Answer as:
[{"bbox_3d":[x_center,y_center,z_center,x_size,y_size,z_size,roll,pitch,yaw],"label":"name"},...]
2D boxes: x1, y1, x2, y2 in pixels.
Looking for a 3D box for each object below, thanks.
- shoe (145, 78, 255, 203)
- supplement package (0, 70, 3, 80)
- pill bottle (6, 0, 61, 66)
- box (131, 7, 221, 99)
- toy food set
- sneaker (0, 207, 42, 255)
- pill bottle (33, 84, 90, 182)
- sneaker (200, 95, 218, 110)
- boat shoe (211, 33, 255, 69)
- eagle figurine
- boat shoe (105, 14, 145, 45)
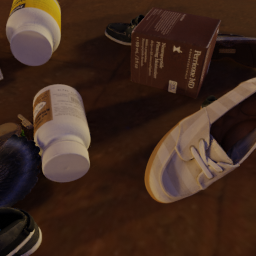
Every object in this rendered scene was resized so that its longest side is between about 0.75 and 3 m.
[{"bbox_3d":[1.428,0.061,4.296,2.874,0.767,1.005,-40,92,-13],"label":"shoe"},{"bbox_3d":[-5.156,-1.557,7.493,1.584,1.590,2.710,26,51,23],"label":"supplement package"},{"bbox_3d":[-3.053,-3.348,9.198,1.639,1.639,2.926,-7,46,-7],"label":"pill bottle"},{"bbox_3d":[1.315,-2.188,8.039,2.033,1.687,1.670,18,48,17],"label":"box"},{"bbox_3d":[-2.929,0.207,6.764,1.237,0.248,0.854,-36,48,-23],"label":"toy food set"},{"bbox_3d":[-2.514,1.924,4.368,2.142,1.198,0.783,-28,52,-24],"label":"sneaker"},{"bbox_3d":[-1.460,0.087,6.178,1.182,1.182,2.066,-11,47,-10],"label":"pill bottle"},{"bbox_3d":[2.726,-0.243,6.690,2.107,0.910,0.847,8,48,7],"label":"sneaker"},{"bbox_3d":[3.574,-2.620,8.978,2.581,0.953,0.955,15,46,15],"label":"boat shoe"},{"bbox_3d":[-3.100,0.956,5.192,1.885,1.875,2.485,57,36,4],"label":"eagle figurine"},{"bbox_3d":[0.528,-3.403,9.711,2.960,0.982,1.106,24,50,22],"label":"boat shoe"}]
